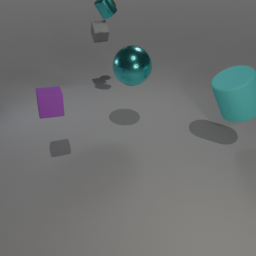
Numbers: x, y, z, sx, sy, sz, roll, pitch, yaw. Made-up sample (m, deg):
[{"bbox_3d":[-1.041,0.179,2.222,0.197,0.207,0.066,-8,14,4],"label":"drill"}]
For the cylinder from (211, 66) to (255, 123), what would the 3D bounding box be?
[{"bbox_3d":[3.691,-1.143,9.465,1.400,1.400,1.400,-21,33,15],"label":"cylinder"}]

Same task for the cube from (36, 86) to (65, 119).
[{"bbox_3d":[-2.266,-0.755,8.143,0.700,0.700,0.700,-8,28,-18],"label":"cube"}]

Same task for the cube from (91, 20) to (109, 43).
[{"bbox_3d":[-1.336,-4.566,13.279,0.700,0.700,0.700,-12,71,-15],"label":"cube"}]

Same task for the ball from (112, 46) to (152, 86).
[{"bbox_3d":[0.149,-2.186,9.899,1.400,1.400,1.400,0,31,0],"label":"ball"}]

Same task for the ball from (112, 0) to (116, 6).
[{"bbox_3d":[-0.882,-5.489,12.702,0.700,0.700,0.700,0,31,0],"label":"ball"}]

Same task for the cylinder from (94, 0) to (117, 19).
[{"bbox_3d":[-0.900,-4.915,11.366,0.700,0.700,0.700,-22,38,19],"label":"cylinder"}]
